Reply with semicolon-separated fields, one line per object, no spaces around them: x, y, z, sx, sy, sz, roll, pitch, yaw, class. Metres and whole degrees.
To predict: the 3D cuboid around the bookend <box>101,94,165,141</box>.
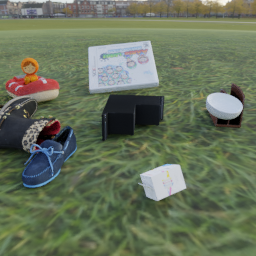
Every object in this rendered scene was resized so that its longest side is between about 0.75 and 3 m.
0.222;-0.339;8.394;1.798;0.828;1.787;2;25;3;bookend

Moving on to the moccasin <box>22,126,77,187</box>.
-1.842;0.564;6.492;0.814;0.690;2.023;5;26;9;moccasin

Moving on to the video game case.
-0.281;-2.789;12.566;2.956;0.350;2.691;-6;56;-1;video game case

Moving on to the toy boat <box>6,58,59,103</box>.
-3.784;-1.922;10.995;1.615;1.617;2.474;-20;31;-38;toy boat

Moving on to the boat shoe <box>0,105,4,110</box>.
-3.997;-0.331;8.715;0.550;0.551;1.490;-9;25;-19;boat shoe

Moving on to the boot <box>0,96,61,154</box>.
-2.745;-0.113;7.769;1.869;0.908;2.483;6;28;16;boot

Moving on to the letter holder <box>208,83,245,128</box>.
3.176;-0.829;9.154;0.782;1.105;1.555;3;24;5;letter holder

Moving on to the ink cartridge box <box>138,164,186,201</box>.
0.633;1.054;5.441;0.766;0.479;0.492;-18;3;-22;ink cartridge box

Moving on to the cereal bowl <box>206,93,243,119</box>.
2.733;-0.575;8.087;1.010;0.421;1.010;4;41;-3;cereal bowl
